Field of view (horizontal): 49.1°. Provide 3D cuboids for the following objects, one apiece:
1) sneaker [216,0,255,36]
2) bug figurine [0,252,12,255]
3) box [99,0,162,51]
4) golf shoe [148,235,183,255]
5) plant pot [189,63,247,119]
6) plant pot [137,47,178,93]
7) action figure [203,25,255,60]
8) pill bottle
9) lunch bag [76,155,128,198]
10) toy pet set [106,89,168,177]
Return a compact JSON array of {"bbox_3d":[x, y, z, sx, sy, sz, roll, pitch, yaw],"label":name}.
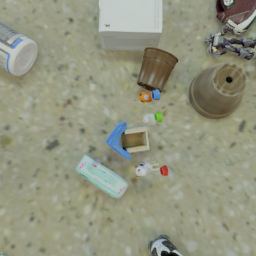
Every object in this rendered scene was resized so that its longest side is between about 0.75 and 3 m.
[{"bbox_3d":[3.947,-4.575,9.415,1.560,1.022,2.701,35,83,8],"label":"sneaker"},{"bbox_3d":[-3.998,4.328,8.258,1.279,0.329,0.992,-24,82,-4],"label":"bug figurine"},{"bbox_3d":[0.087,-3.674,9.102,1.950,1.275,1.940,2,81,0],"label":"box"},{"bbox_3d":[1.545,4.311,7.805,1.038,1.261,2.669,-41,84,-7],"label":"golf shoe"},{"bbox_3d":[2.856,-1.245,8.608,1.714,1.487,1.714,0,80,1],"label":"plant pot"},{"bbox_3d":[0.872,-1.797,8.927,1.153,1.153,1.142,20,88,3],"label":"plant pot"},{"bbox_3d":[3.344,-2.822,9.331,1.727,0.599,1.124,13,87,6],"label":"action figure"},{"bbox_3d":[-4.173,-2.727,8.960,2.219,1.263,1.263,31,82,5],"label":"pill bottle"},{"bbox_3d":[-0.781,1.440,8.241,1.624,1.303,0.626,31,81,4],"label":"lunch bag"},{"bbox_3d":[0.092,0.194,7.550,1.141,2.006,2.149,-7,92,-14],"label":"toy pet set"}]
